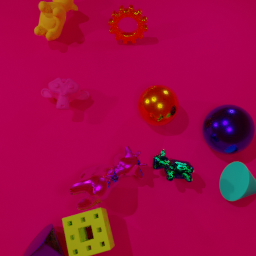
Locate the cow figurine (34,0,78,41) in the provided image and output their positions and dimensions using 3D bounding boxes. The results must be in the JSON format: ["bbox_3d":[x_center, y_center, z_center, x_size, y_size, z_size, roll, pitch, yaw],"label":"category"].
[{"bbox_3d":[-2.207,-3.481,8.661,0.860,1.542,1.568,21,111,-1],"label":"cow figurine"}]

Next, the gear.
[{"bbox_3d":[0.002,-3.072,8.361,1.152,1.152,0.213,2,50,1],"label":"gear"}]

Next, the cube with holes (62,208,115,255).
[{"bbox_3d":[-0.841,2.294,6.129,0.843,0.843,0.843,-15,72,-2],"label":"cube with holes"}]

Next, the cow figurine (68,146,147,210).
[{"bbox_3d":[-0.391,1.096,6.310,1.547,1.572,0.863,-25,95,15],"label":"cow figurine"}]

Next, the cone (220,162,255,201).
[{"bbox_3d":[2.906,1.396,6.762,0.946,0.942,0.942,19,65,-19],"label":"cone"}]

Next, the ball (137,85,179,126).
[{"bbox_3d":[0.787,-0.587,7.302,1.081,1.081,1.081,0,66,0],"label":"ball"}]

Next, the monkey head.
[{"bbox_3d":[-1.727,-0.880,7.616,1.344,0.810,0.967,3,77,-8],"label":"monkey head"}]

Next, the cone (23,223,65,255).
[{"bbox_3d":[-1.663,2.781,6.215,0.904,0.901,0.901,45,72,-11],"label":"cone"}]

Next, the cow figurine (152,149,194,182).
[{"bbox_3d":[1.071,0.903,6.678,0.964,0.948,0.529,6,108,0],"label":"cow figurine"}]

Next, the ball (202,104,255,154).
[{"bbox_3d":[2.480,0.033,6.965,1.245,1.245,1.245,0,66,0],"label":"ball"}]
